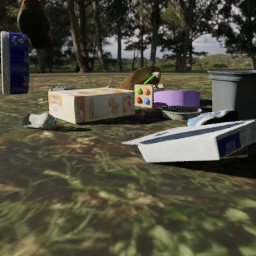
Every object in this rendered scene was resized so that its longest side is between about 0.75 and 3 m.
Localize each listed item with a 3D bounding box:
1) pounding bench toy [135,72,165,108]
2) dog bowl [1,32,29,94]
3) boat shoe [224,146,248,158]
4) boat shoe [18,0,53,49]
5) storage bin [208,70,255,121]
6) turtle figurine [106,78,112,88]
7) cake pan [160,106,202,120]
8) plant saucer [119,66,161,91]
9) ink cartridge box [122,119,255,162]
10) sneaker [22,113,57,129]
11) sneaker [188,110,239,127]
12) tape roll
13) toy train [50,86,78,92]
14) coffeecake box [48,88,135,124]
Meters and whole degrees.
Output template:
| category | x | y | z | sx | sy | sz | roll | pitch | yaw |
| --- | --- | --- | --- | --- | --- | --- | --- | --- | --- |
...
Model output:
| category | x | y | z | sx | sy | sz | roll | pitch | yaw |
| --- | --- | --- | --- | --- | --- | --- | --- | --- | --- |
| pounding bench toy | 1.003 | -1.881 | 13.463 | 1.000 | 1.610 | 1.256 | 11 | 17 | 37 |
| dog bowl | -2.331 | -1.308 | 5.759 | 0.488 | 1.238 | 1.238 | -1 | 13 | -23 |
| boat shoe | 2.351 | 0.538 | 6.415 | 0.847 | 0.252 | 0.304 | -2 | 14 | -9 |
| boat shoe | -1.977 | -2.269 | 5.951 | 0.633 | 0.618 | 1.673 | -9 | -6 | -12 |
| storage bin | 4.429 | -1.217 | 10.402 | 2.643 | 1.775 | 1.924 | -7 | 15 | -23 |
| turtle figurine | -0.627 | -1.888 | 14.540 | 1.321 | 0.951 | 1.281 | -40 | 37 | 4 |
| cake pan | 2.065 | -0.592 | 10.956 | 1.593 | 0.292 | 1.593 | 0 | 13 | 0 |
| plant saucer | 0.723 | -2.169 | 14.596 | 2.532 | 2.532 | 0.448 | -11 | 62 | -39 |
| ink cartridge box | 1.523 | 0.286 | 6.510 | 2.427 | 0.494 | 2.432 | -13 | 5 | -44 |
| sneaker | -2.927 | -0.189 | 9.114 | 1.480 | 0.532 | 0.536 | 0 | -29 | 36 |
| sneaker | 2.672 | -0.243 | 8.608 | 1.923 | 0.728 | 0.741 | -8 | 19 | -34 |
| tape roll | 2.071 | -1.195 | 11.918 | 1.911 | 0.627 | 1.911 | 0 | 2 | 0 |
| toy train | -3.039 | -1.486 | 13.243 | 1.652 | 0.941 | 0.704 | 8 | 15 | 29 |
| coffeecake box | -1.410 | -0.971 | 11.021 | 2.722 | 0.995 | 2.089 | -11 | 18 | -38 |
